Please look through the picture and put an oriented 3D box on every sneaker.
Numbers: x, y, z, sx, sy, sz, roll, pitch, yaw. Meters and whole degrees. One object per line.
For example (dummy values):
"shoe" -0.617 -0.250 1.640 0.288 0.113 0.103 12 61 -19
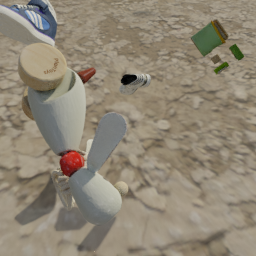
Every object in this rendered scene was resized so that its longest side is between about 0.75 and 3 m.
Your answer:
"sneaker" -2.727 -3.113 7.509 0.818 2.031 1.487 -9 74 28
"sneaker" -0.018 -1.142 6.997 0.639 1.110 0.419 6 77 -37

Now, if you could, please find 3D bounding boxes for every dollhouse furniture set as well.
"dollhouse furniture set" 2.040 -1.892 6.511 1.127 0.738 0.566 54 24 -2

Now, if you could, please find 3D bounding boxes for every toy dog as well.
"toy dog" -0.709 -0.031 4.510 1.335 2.772 1.828 -24 7 -26
